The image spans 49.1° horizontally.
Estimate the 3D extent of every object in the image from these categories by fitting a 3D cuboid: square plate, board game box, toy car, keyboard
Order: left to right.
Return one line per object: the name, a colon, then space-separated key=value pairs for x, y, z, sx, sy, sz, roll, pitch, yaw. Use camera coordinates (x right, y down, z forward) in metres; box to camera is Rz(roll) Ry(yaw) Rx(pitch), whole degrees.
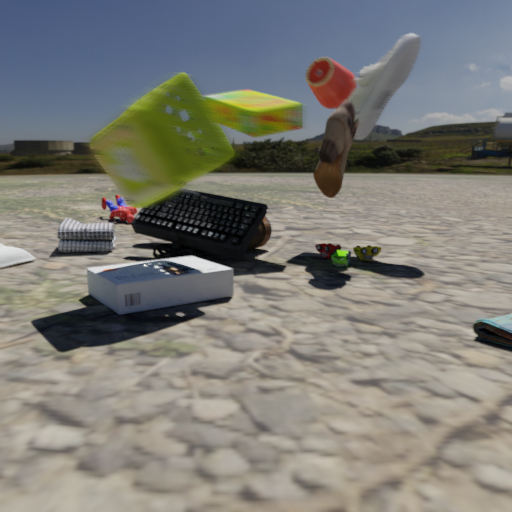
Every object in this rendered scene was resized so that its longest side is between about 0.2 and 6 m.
square plate: x=-5.908 y=0.044 z=9.979 sx=2.689 sy=0.383 sz=2.664 roll=5 pitch=12 yaw=26
keyboard: x=-1.242 y=-0.570 z=10.654 sx=2.766 sy=1.661 sz=0.355 roll=14 pitch=-25 yaw=34
board game box: x=-0.110 y=-3.145 z=12.218 sx=1.166 sy=0.547 sz=2.296 roll=-16 pitch=28 yaw=-25
toy car: x=1.628 y=0.004 z=10.424 sx=1.282 sy=0.286 sz=1.206 roll=3 pitch=12 yaw=19

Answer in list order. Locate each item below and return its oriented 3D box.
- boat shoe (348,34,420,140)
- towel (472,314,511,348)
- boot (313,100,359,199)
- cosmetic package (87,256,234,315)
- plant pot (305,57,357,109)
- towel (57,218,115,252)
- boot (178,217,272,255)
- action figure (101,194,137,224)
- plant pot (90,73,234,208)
boat shoe: x=2.591 y=-3.806 z=12.301 sx=0.882 sy=2.526 sz=0.896 roll=36 pitch=9 yaw=28
towel: x=3.650 y=0.818 z=6.294 sx=2.056 sy=0.223 sz=1.508 roll=-7 pitch=14 yaw=-35
boot: x=1.602 y=-2.056 z=10.744 sx=0.604 sy=1.258 sz=1.721 roll=21 pitch=-22 yaw=17
cosmetic package: x=-1.385 y=0.375 z=8.060 sx=1.733 sy=0.448 sz=1.306 roll=-7 pitch=10 yaw=-33
plant pot: x=1.665 y=-4.030 z=12.920 sx=1.022 sy=1.022 sz=0.904 roll=8 pitch=-8 yaw=37
towel: x=-3.611 y=-0.459 z=12.006 sx=1.155 sy=0.597 sz=1.395 roll=-2 pitch=11 yaw=-14
boot: x=-1.392 y=-0.688 z=11.723 sx=3.145 sy=1.175 sz=1.524 roll=7 pitch=10 yaw=22
action figure: x=-4.059 y=-1.348 z=16.819 sx=0.772 sy=0.610 sz=2.360 roll=-11 pitch=19 yaw=-24
plant pot: x=-1.467 y=-1.600 z=8.272 sx=1.450 sy=1.457 sz=1.322 roll=-16 pitch=23 yaw=45
